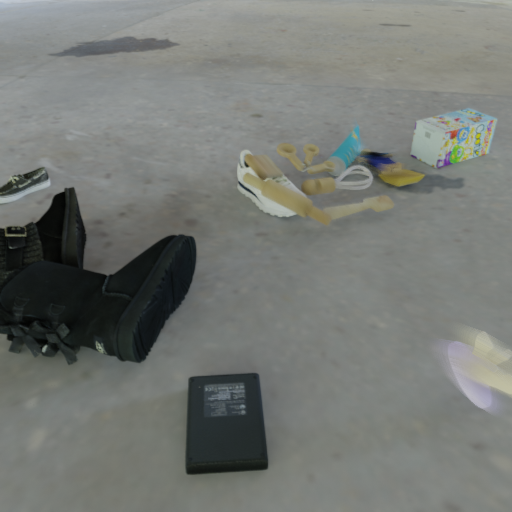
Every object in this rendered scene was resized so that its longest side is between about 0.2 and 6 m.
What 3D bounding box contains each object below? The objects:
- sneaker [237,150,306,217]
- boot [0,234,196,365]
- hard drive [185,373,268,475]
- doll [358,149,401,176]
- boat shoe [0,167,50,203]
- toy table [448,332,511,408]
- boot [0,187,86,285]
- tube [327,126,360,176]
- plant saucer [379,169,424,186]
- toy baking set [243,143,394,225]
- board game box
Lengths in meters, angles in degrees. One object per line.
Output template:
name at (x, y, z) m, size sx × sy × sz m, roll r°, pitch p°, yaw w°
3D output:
sneaker at (0.316, -1.672, 12.986) m, size 0.892 × 0.940 × 2.334 m, roll -24°, pitch 40°, yaw -33°
boot at (-2.670, 0.525, 9.574) m, size 2.583 × 1.166 × 3.152 m, roll 8°, pitch 37°, yaw 14°
hard drive at (-0.423, 2.262, 7.701) m, size 1.055 × 0.249 × 1.512 m, roll -2°, pitch 34°, yaw -3°
doll at (3.138, -2.507, 14.646) m, size 1.032 × 0.367 × 1.513 m, roll -8°, pitch 29°, yaw -15°
boat shoe at (-5.724, -1.727, 13.467) m, size 0.551 × 0.496 × 1.558 m, roll 24°, pitch 40°, yaw 31°
toy table at (3.191, 1.584, 7.850) m, size 0.975 × 0.571 × 0.896 m, roll 55°, pitch 40°, yaw 2°
boot at (-4.495, -0.420, 11.003) m, size 2.070 × 1.042 × 2.769 m, roll -7°, pitch 35°, yaw -10°
tube at (2.394, -2.719, 14.698) m, size 0.514 × 0.789 × 2.038 m, roll 11°, pitch 35°, yaw 23°
plant saucer at (3.609, -1.930, 13.942) m, size 0.818 × 0.198 × 0.818 m, roll -13°, pitch 24°, yaw -19°
toy baking set at (1.360, -1.674, 12.417) m, size 3.304 × 0.384 × 2.536 m, roll 32°, pitch 48°, yaw 16°
board game box at (5.352, -3.213, 15.208) m, size 2.000 × 1.030 × 1.049 m, roll -18°, pitch 38°, yaw -25°
